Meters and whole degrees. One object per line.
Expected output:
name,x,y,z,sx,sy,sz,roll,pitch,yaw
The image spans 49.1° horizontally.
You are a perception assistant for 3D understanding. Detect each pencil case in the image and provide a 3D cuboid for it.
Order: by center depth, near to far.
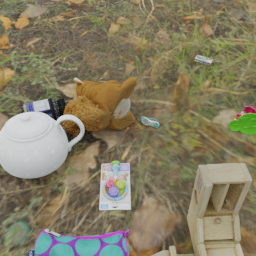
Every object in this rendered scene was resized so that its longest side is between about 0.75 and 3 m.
pencil case,-1.215,3.253,7.355,2.504,1.066,1.157,0,86,-1

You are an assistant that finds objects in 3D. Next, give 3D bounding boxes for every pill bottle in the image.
pill bottle,-3.310,-0.653,11.164,1.698,0.950,0.950,-14,48,-14

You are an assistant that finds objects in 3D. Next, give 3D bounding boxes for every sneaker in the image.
sneaker,0.918,-0.271,11.305,0.850,0.330,0.388,24,33,19

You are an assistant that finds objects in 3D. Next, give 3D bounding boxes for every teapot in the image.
teapot,-3.213,0.307,9.463,2.537,1.877,2.570,27,45,26

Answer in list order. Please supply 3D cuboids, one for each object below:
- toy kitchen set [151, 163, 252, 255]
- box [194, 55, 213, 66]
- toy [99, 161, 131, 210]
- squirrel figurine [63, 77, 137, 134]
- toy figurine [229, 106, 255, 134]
toy kitchen set,1.781,2.833,6.693,2.384,2.636,2.922,-3,42,-1
box,3.878,-3.482,14.392,0.849,0.147,0.467,23,51,20
toy,-0.424,1.810,9.215,0.993,0.407,1.725,-1,47,0
squirrel figurine,-1.387,-1.017,10.918,2.611,1.979,2.797,30,51,33
toy figurine,4.706,-0.409,11.215,1.247,0.936,1.148,-8,27,26
